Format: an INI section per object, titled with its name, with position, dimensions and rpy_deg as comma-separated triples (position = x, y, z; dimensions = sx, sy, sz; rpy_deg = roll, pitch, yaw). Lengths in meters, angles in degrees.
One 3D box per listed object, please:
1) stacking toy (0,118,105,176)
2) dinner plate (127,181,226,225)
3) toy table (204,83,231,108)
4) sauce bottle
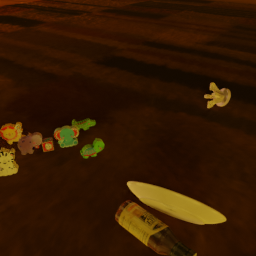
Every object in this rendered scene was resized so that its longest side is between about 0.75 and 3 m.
[stacking toy]
position = -1.775, 0.226, 6.346
dimensions = 2.318, 0.545, 1.748
rpy_deg = -11, 23, -12
[dinner plate]
position = 0.727, 1.265, 4.534
dimensions = 1.653, 1.653, 0.200
rpy_deg = 14, 68, 21
[toy table]
position = 2.698, -0.956, 8.530
dimensions = 0.496, 0.846, 0.778
rpy_deg = 9, 77, -7
[sauce bottle]
position = 0.442, 1.749, 4.653
dimensions = 1.450, 0.479, 0.479
rpy_deg = 27, 42, 30
